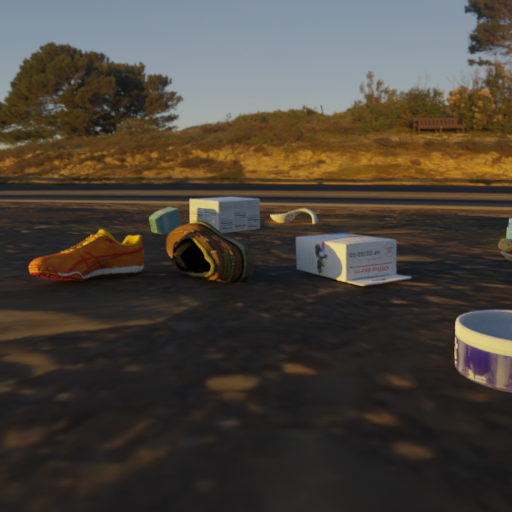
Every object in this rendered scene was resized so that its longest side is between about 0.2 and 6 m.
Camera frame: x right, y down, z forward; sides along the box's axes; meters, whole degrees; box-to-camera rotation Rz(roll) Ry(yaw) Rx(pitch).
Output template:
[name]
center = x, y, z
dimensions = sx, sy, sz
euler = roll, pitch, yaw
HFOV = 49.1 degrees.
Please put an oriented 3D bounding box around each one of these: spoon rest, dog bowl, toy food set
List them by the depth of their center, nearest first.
[dog bowl]
center = 2.216, 0.780, 4.679
dimensions = 1.053, 0.415, 1.053
euler = 0, 9, 0
[toy food set]
center = 5.193, -0.077, 10.241
dimensions = 1.322, 0.325, 1.335
euler = 2, 9, 13
[spoon rest]
center = 1.138, -1.215, 16.890
dimensions = 1.466, 0.444, 0.728
euler = 6, 9, 25

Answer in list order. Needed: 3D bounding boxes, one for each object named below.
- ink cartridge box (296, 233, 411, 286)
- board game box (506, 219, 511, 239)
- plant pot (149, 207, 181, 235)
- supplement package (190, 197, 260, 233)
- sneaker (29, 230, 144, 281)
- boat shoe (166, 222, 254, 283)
[ink cartridge box]
center = 1.487, 0.014, 8.735
dimensions = 0.991, 0.584, 1.721
euler = -7, 10, -28
[board game box]
center = 6.578, -0.485, 12.225
dimensions = 1.998, 0.483, 2.641
euler = 4, 10, 25
[plant pot]
center = -2.332, -0.840, 14.196
dimensions = 0.647, 0.633, 0.635
euler = -18, 17, -28
[supplement package]
center = -0.837, -1.116, 15.011
dimensions = 1.182, 0.841, 1.517
euler = 10, 13, 44
[sneaker]
center = -2.549, -0.009, 8.466
dimensions = 0.699, 0.739, 1.915
euler = 0, 6, 37
[boat shoe]
center = -0.966, -0.099, 8.884
dimensions = 0.758, 0.803, 2.231
euler = -6, 11, -36
